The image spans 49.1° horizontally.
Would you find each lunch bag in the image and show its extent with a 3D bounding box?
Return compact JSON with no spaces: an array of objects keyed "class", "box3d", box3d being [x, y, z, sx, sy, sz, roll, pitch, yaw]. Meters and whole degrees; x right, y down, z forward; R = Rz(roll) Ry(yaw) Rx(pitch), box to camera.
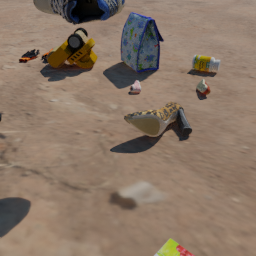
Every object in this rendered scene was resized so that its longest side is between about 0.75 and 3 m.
[{"class":"lunch bag","box3d":[0.605,-4.117,13.297,1.513,2.375,2.019,-15,34,-22]}]

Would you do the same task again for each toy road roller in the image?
[{"class":"toy road roller","box3d":[-2.569,-3.550,13.639,2.348,1.714,1.443,-30,24,23]}]

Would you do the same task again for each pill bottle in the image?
[{"class":"pill bottle","box3d":[3.663,-3.013,13.128,1.210,0.682,0.682,15,35,22]}]

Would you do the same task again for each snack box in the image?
[{"class":"snack box","box3d":[0.634,2.620,4.277,1.136,0.423,1.597,26,40,35]}]

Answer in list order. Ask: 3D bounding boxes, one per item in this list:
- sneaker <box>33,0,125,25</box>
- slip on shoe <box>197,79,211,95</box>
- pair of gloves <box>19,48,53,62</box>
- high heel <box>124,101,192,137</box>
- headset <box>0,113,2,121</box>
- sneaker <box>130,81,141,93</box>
[{"class":"sneaker","box3d":[-1.325,-2.960,6.614,2.355,0.907,1.003,8,49,18]},{"class":"slip on shoe","box3d":[3.046,-1.635,11.251,0.367,0.444,1.198,34,22,-13]},{"class":"pair of gloves","box3d":[-4.675,-3.877,14.962,1.936,0.239,1.725,-1,33,4]},{"class":"high heel","box3d":[0.824,-0.456,8.805,2.181,0.779,1.555,9,36,-17]},{"class":"headset","box3d":[-4.794,-0.234,8.987,0.854,0.650,1.384,31,28,35]},{"class":"sneaker","box3d":[0.261,-1.696,11.357,0.420,0.302,0.803,0,35,-10]}]
